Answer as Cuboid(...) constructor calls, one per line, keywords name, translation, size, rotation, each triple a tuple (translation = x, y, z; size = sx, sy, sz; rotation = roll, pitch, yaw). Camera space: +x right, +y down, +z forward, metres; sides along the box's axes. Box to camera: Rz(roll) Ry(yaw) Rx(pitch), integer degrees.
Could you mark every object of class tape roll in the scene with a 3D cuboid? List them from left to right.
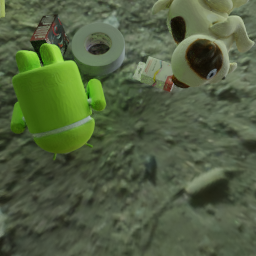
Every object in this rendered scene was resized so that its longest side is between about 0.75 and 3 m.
Cuboid(name="tape roll", translation=(-0.826, -2.226, 7.887), size=(1.476, 0.488, 1.476), rotation=(0, 69, 1))

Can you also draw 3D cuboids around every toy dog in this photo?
Cuboid(name="toy dog", translation=(1.739, -2.117, 6.595), size=(2.414, 1.738, 2.490), rotation=(18, 61, -17))

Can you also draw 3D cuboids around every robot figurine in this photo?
Cuboid(name="robot figurine", translation=(-1.652, -0.554, 6.367), size=(2.218, 1.463, 2.528), rotation=(-17, 103, 0))

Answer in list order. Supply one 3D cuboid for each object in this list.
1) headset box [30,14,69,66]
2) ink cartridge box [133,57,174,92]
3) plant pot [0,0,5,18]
Cuboid(name="headset box", translation=(-2.039, -2.227, 7.362), size=(0.462, 0.916, 1.232), rotation=(-1, 52, 13))
Cuboid(name="ink cartridge box", translation=(0.747, -1.486, 7.551), size=(1.110, 0.375, 0.647), rotation=(19, 66, 7))
Cuboid(name="plant pot", translation=(-3.849, -3.588, 7.631), size=(1.165, 1.071, 1.165), rotation=(4, 35, -3))
